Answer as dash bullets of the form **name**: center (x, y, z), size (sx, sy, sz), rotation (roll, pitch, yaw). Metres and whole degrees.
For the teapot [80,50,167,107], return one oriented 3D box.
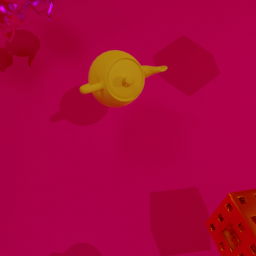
- **teapot**: center (-0.124, -1.113, 6.318), size (2.092, 1.024, 1.301), rotation (-20, 108, -24)

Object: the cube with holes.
- **cube with holes**: center (2.547, 2.062, 5.585), size (1.215, 1.215, 1.215), rotation (-3, 45, -20)

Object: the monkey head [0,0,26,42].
- **monkey head**: center (-2.927, -2.510, 6.459), size (1.393, 0.839, 1.002), rotation (42, 121, 21)

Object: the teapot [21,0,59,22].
- **teapot**: center (-2.136, -3.062, 6.570), size (1.640, 1.019, 0.803), rotation (41, 87, 21)
